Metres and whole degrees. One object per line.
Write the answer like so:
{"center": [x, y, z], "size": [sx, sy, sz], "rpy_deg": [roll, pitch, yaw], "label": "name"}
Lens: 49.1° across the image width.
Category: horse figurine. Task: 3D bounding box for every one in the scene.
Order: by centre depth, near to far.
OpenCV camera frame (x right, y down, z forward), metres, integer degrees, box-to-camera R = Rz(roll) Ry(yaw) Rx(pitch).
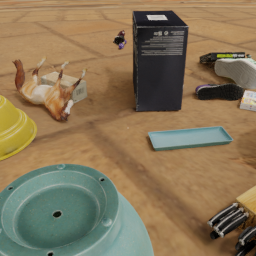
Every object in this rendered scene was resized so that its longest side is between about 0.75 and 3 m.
{"center": [-2.654, -1.352, 9.043], "size": [2.934, 0.732, 1.944], "rpy_deg": [17, 78, 23], "label": "horse figurine"}

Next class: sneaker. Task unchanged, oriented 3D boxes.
{"center": [3.140, -1.343, 9.684], "size": [1.590, 0.602, 0.696], "rpy_deg": [1, 26, 2], "label": "sneaker"}
{"center": [4.633, -2.197, 10.538], "size": [1.556, 0.971, 2.638], "rpy_deg": [-8, 26, -13], "label": "sneaker"}
{"center": [-0.274, -3.594, 10.894], "size": [0.374, 0.571, 0.989], "rpy_deg": [31, -4, -20], "label": "sneaker"}

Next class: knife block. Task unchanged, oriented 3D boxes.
{"center": [2.217, 1.469, 5.026], "size": [1.637, 0.597, 1.865], "rpy_deg": [7, 33, 9], "label": "knife block"}

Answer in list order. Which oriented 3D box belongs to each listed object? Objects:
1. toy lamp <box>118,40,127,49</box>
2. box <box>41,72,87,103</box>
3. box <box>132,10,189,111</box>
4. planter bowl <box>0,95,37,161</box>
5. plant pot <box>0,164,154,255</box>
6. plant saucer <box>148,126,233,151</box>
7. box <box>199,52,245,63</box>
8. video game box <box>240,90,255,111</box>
{"center": [-0.310, -4.508, 15.092], "size": [0.320, 0.320, 1.100], "rpy_deg": [4, 31, 7], "label": "toy lamp"}
{"center": [-2.240, -1.430, 9.760], "size": [1.554, 0.604, 0.738], "rpy_deg": [20, 36, 28], "label": "box"}
{"center": [0.921, -2.341, 9.348], "size": [1.484, 2.596, 2.851], "rpy_deg": [-1, 31, -1], "label": "box"}
{"center": [-3.837, -0.216, 7.325], "size": [2.648, 1.103, 2.648], "rpy_deg": [-1, 32, 0], "label": "planter bowl"}
{"center": [-0.859, 1.603, 3.738], "size": [2.598, 1.741, 2.598], "rpy_deg": [-1, 32, 0], "label": "plant pot"}
{"center": [1.623, 0.280, 7.384], "size": [2.110, 0.200, 0.738], "rpy_deg": [-5, 32, -7], "label": "plant saucer"}
{"center": [4.050, -3.061, 12.182], "size": [1.462, 0.360, 1.514], "rpy_deg": [-4, 8, -5], "label": "box"}
{"center": [4.272, -0.858, 9.180], "size": [1.001, 0.257, 1.099], "rpy_deg": [12, 33, 24], "label": "video game box"}
